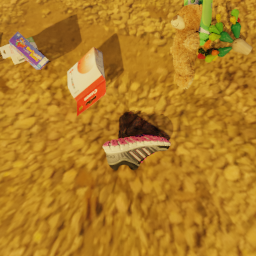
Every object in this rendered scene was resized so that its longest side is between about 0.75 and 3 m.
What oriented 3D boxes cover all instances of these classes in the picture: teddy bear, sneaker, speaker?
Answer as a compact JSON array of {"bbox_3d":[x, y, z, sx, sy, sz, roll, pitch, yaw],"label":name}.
[{"bbox_3d":[1.643,-2.385,8.387,0.818,2.450,1.777,3,36,3],"label":"teddy bear"},{"bbox_3d":[0.261,0.693,7.607,1.930,0.844,0.712,-7,15,-23],"label":"sneaker"},{"bbox_3d":[2.473,-4.254,9.893,1.094,1.094,2.473,4,90,3],"label":"speaker"}]

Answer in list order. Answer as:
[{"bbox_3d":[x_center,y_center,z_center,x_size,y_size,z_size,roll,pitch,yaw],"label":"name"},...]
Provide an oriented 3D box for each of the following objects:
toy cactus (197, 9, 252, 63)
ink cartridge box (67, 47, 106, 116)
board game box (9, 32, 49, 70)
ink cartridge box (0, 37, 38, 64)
[{"bbox_3d":[3.362,-2.918,9.438,1.575,0.976,1.909,30,91,2],"label":"toy cactus"},{"bbox_3d":[-1.322,-1.418,8.604,1.403,0.434,1.730,-32,48,33],"label":"ink cartridge box"},{"bbox_3d":[-3.109,-2.352,8.740,1.126,1.675,0.375,44,84,-23],"label":"board game box"},{"bbox_3d":[-3.817,-2.695,9.894,1.192,0.401,0.698,-23,59,-14],"label":"ink cartridge box"}]
